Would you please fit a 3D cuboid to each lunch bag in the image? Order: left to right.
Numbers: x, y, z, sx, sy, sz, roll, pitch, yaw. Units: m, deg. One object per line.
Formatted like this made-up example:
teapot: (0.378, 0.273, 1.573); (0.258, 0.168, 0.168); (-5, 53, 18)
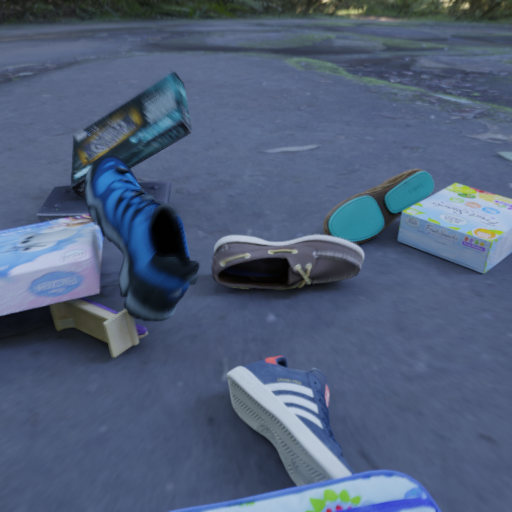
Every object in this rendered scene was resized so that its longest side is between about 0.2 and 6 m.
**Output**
lunch bag: (0.292, 2.539, 3.654); (2.592, 1.069, 2.084); (-5, 26, -11)

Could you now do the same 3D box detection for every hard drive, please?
hard drive: (-2.800, -0.942, 10.676); (2.313, 0.489, 1.560); (-3, 28, -4)

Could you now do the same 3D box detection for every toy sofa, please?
toy sofa: (-2.063, 0.783, 7.324); (1.290, 0.534, 0.630); (15, 33, 36)

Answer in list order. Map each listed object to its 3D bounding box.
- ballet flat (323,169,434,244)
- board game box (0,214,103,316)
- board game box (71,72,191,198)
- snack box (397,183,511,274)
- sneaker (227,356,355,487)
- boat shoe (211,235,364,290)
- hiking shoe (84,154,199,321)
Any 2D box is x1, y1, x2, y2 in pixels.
ballet flat: (2.076, -0.871, 10.133); (2.484, 0.842, 0.898); (-31, 11, -20)
board game box: (-3.522, 0.143, 7.898); (2.580, 0.560, 2.568); (-13, 21, -10)
board game box: (-2.423, -2.304, 10.637); (2.523, 0.355, 1.707); (-27, 46, 15)
snack box: (3.715, -0.553, 9.792); (1.633, 0.655, 1.936); (26, 39, 38)
sneaker: (0.536, 1.624, 5.603); (0.877, 0.778, 2.076); (-20, 34, -25)
boat shoe: (0.472, 0.159, 8.345); (2.276, 0.818, 0.677); (3, 40, 2)
hiking shoe: (-1.396, -0.447, 7.188); (0.938, 1.093, 2.520); (1, 54, -49)
